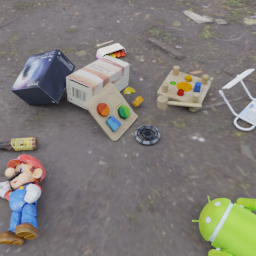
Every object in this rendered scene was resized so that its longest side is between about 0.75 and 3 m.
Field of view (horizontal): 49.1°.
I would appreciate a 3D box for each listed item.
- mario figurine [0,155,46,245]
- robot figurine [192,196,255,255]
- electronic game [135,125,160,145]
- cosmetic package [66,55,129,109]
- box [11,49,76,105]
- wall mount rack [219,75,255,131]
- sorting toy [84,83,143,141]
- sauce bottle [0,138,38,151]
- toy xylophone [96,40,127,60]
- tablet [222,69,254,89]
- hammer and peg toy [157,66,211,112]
[{"bbox_3d":[-3.484,2.011,8.699,1.760,1.511,2.851,-7,49,-6],"label":"mario figurine"},{"bbox_3d":[3.077,2.939,7.882,2.380,1.377,2.088,30,66,24],"label":"robot figurine"},{"bbox_3d":[0.775,0.272,11.184,1.031,0.214,1.031,0,46,0],"label":"electronic game"},{"bbox_3d":[-1.264,-2.055,12.403,1.446,1.221,2.798,23,42,22],"label":"cosmetic package"},{"bbox_3d":[-3.607,-2.119,11.947,1.987,1.225,1.971,0,60,36],"label":"box"},{"bbox_3d":[5.185,-1.101,11.964,2.263,0.971,2.605,35,55,28],"label":"wall mount rack"},{"bbox_3d":[-0.381,-0.936,11.530,1.903,0.342,2.554,50,54,-13],"label":"sorting toy"},{"bbox_3d":[-4.222,0.641,10.665,1.508,0.498,0.498,-5,47,-5],"label":"sauce bottle"},{"bbox_3d":[-0.972,-4.221,15.263,1.704,0.428,1.248,-18,49,-16],"label":"toy xylophone"},{"bbox_3d":[4.354,-1.935,11.132,1.232,0.801,0.084,-36,95,4],"label":"tablet"},{"bbox_3d":[2.401,-1.487,12.335,2.048,0.982,2.784,20,50,16],"label":"hammer and peg toy"}]
